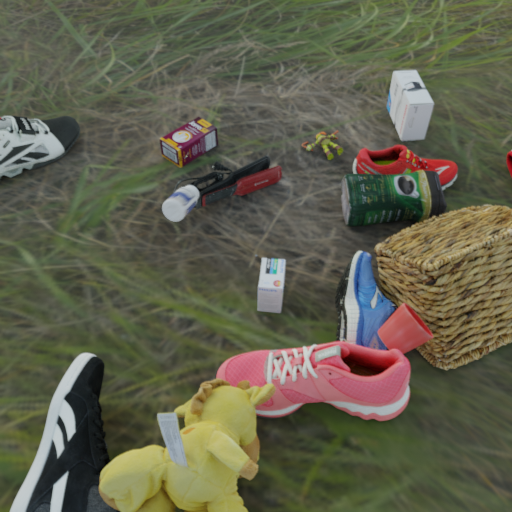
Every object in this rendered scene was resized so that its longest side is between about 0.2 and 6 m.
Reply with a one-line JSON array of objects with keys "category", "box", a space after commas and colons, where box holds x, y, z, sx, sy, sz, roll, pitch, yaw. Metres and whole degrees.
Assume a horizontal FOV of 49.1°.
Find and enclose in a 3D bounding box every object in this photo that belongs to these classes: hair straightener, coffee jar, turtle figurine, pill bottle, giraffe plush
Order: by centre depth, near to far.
[{"category": "giraffe plush", "box": [-0.644, 2.523, 7.209, 2.093, 2.426, 1.967, 11, 21, 13]}, {"category": "pill bottle", "box": [-1.395, -1.017, 10.566, 0.454, 0.454, 0.818, 15, 35, 13]}, {"category": "coffee jar", "box": [2.664, -1.121, 10.895, 1.926, 0.822, 1.005, -3, 58, 1]}, {"category": "hair straightener", "box": [-0.718, -1.496, 11.608, 2.464, 0.504, 0.948, -28, 53, -17]}, {"category": "turtle figurine", "box": [1.594, -2.535, 12.540, 0.988, 0.318, 0.797, -23, 52, -19]}]

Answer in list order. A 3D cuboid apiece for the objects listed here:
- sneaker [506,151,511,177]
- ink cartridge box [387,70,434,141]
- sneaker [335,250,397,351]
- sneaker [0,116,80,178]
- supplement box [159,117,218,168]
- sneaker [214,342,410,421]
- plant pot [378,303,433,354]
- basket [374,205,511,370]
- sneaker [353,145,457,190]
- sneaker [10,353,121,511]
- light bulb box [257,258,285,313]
[{"category": "sneaker", "box": [6.288, -1.561, 11.414, 1.505, 1.021, 2.605, -31, 42, -14]}, {"category": "ink cartridge box", "box": [3.519, -3.463, 12.900, 0.580, 1.005, 1.385, -4, 49, -3]}, {"category": "sneaker", "box": [1.851, 0.842, 9.358, 0.932, 0.821, 2.090, 11, 54, -5]}, {"category": "sneaker", "box": [-5.089, -2.510, 11.919, 1.061, 1.268, 2.865, 35, 56, 29]}, {"category": "supplement box", "box": [-1.475, -2.527, 12.410, 0.641, 0.497, 1.161, 36, 57, 27]}, {"category": "sneaker", "box": [0.834, 1.636, 8.215, 2.922, 1.267, 1.077, 1, 48, 2]}, {"category": "plant pot", "box": [2.185, 1.129, 8.337, 0.592, 0.669, 0.669, -41, 51, 15]}, {"category": "basket", "box": [3.464, 0.428, 9.585, 2.625, 1.956, 1.874, -21, 19, -18]}, {"category": "sneaker", "box": [3.099, -1.832, 11.512, 2.163, 0.919, 0.833, 1, 50, 2]}, {"category": "sneaker", "box": [-2.133, 2.687, 7.598, 1.477, 0.965, 2.641, 10, 57, 4]}, {"category": "light bulb box", "box": [0.261, 0.506, 9.609, 0.424, 0.679, 0.673, 5, 48, 4]}]
